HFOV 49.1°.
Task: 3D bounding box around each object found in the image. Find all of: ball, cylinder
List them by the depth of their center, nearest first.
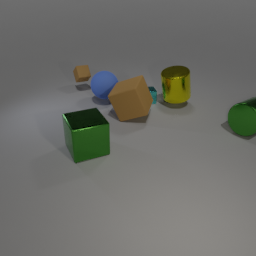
[{"bbox_3d":[5.161,-0.506,11.725,1.400,1.400,1.400,-19,35,-36],"label":"cylinder"},{"bbox_3d":[2.362,-2.137,13.763,1.400,1.400,1.400,-7,37,5],"label":"cylinder"},{"bbox_3d":[-1.170,-2.154,14.033,1.400,1.400,1.400,0,31,0],"label":"ball"}]

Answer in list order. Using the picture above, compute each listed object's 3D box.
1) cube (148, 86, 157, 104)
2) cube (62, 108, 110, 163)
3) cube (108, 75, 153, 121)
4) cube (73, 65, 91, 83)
[{"bbox_3d":[1.063,-1.687,14.507,0.700,0.700,0.700,-6,31,-9],"label":"cube"},{"bbox_3d":[-1.574,0.234,10.569,1.400,1.400,1.400,-13,33,-22],"label":"cube"},{"bbox_3d":[0.154,-1.348,12.750,1.400,1.400,1.400,-13,29,26],"label":"cube"},{"bbox_3d":[-2.533,-2.986,15.405,0.700,0.700,0.700,-13,-7,-27],"label":"cube"}]
